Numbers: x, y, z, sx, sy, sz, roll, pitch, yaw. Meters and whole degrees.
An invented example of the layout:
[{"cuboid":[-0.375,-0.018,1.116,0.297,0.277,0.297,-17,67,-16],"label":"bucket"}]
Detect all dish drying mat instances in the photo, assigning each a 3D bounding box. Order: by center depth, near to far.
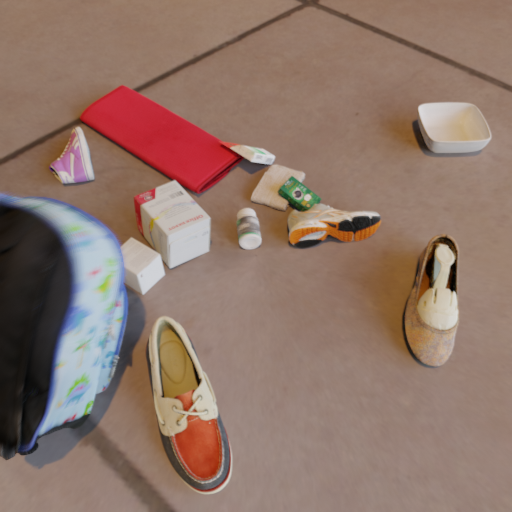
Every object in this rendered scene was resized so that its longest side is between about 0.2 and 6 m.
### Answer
[{"cuboid":[-2.358,-2.870,13.533,4.184,0.381,1.607,34,59,24],"label":"dish drying mat"}]

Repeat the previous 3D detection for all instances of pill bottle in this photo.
[{"cuboid":[-0.163,-0.567,11.550,0.453,0.453,0.801,-5,50,-4],"label":"pill bottle"}]

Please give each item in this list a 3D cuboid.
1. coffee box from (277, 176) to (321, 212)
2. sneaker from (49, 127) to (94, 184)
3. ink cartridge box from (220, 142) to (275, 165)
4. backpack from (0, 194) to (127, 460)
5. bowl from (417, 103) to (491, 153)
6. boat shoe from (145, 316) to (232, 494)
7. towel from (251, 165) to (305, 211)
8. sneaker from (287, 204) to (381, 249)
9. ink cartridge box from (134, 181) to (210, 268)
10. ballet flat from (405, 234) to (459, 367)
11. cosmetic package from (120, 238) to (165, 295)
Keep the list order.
[{"cuboid":[0.943,-1.309,12.171,0.858,0.189,0.527,38,57,4],"label":"coffee box"},{"cuboid":[-4.342,-2.331,12.941,0.945,0.600,1.657,-15,52,-8],"label":"sneaker"},{"cuboid":[-0.206,-2.480,12.992,1.066,0.267,0.858,38,23,26],"label":"ink cartridge box"},{"cuboid":[-3.529,0.758,8.571,3.047,2.447,3.330,20,98,16],"label":"backpack"},{"cuboid":[4.704,-3.030,13.515,1.553,0.580,1.550,-3,51,-1],"label":"bowl"},{"cuboid":[-1.125,2.293,8.910,1.019,0.896,2.864,-14,53,-13],"label":"boat shoe"},{"cuboid":[0.506,-1.553,12.524,0.844,0.220,1.274,18,53,15],"label":"towel"},{"cuboid":[1.579,-0.784,11.589,1.965,0.744,0.904,-7,47,-7],"label":"sneaker"},{"cuboid":[-1.671,-0.634,11.234,0.981,0.977,1.350,-25,54,-26],"label":"ink cartridge box"},{"cuboid":[3.275,0.663,10.219,0.930,0.919,2.733,12,52,4],"label":"ballet flat"},{"cuboid":[-2.294,0.196,10.801,0.771,0.641,0.645,30,56,23],"label":"cosmetic package"}]
